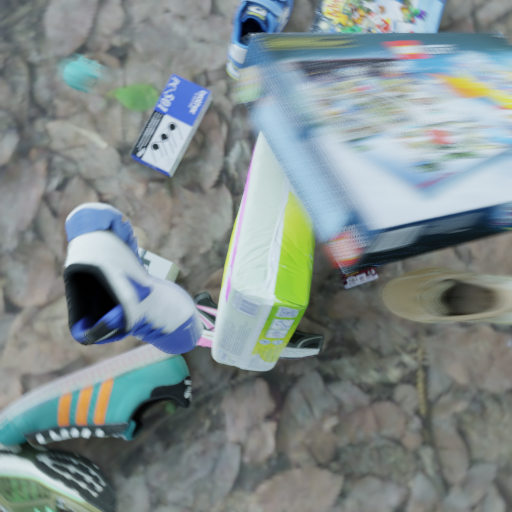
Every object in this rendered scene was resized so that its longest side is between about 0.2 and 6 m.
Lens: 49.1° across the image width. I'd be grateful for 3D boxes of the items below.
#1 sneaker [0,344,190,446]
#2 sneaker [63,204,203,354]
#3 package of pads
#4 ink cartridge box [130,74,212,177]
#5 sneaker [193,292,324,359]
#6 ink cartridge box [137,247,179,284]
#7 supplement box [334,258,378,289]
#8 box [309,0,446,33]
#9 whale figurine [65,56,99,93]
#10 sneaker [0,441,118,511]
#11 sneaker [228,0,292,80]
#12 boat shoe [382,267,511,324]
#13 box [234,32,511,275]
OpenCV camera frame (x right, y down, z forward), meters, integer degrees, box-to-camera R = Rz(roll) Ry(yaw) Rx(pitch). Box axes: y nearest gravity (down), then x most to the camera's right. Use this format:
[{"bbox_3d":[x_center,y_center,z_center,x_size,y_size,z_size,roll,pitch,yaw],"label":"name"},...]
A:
[{"bbox_3d":[-2.538,2.449,8.820,3.152,1.125,1.260,-23,79,-4],"label":"sneaker"},{"bbox_3d":[-1.557,0.647,6.535,0.928,2.297,1.326,-18,40,18],"label":"sneaker"},{"bbox_3d":[0.160,-0.144,8.138,1.062,2.407,3.115,13,57,-3],"label":"package of pads"},{"bbox_3d":[-1.477,-2.285,9.825,0.764,0.359,1.624,25,83,2],"label":"ink cartridge box"},{"bbox_3d":[-0.032,1.095,9.112,2.362,0.949,1.020,9,80,-1],"label":"sneaker"},{"bbox_3d":[-1.945,0.154,9.242,1.225,0.898,0.509,24,83,2],"label":"ink cartridge box"},{"bbox_3d":[1.631,-0.010,9.554,0.556,0.311,1.021,-18,82,-2],"label":"supplement box"},{"bbox_3d":[2.009,-3.824,9.913,2.099,0.579,3.074,18,83,2],"label":"box"},{"bbox_3d":[-2.156,-2.246,6.923,0.290,0.560,0.445,-8,98,-45],"label":"whale figurine"},{"bbox_3d":[-3.507,3.727,8.832,2.746,1.056,1.217,17,93,9],"label":"sneaker"},{"bbox_3d":[0.112,-4.229,9.789,0.851,0.947,2.302,14,81,4],"label":"sneaker"},{"bbox_3d":[2.328,0.474,6.995,0.661,2.048,0.730,7,83,-37],"label":"boat shoe"},{"bbox_3d":[2.280,-1.578,7.065,4.326,0.815,2.955,-12,59,-27],"label":"box"}]
